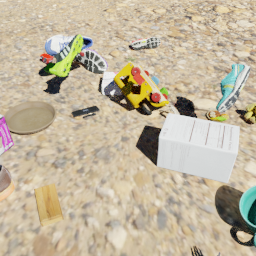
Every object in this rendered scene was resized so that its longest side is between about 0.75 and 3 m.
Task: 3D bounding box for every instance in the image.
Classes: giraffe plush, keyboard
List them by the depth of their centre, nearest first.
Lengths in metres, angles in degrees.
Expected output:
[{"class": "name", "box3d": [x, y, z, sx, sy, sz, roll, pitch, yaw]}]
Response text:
[{"class": "giraffe plush", "box3d": [5.165, -0.610, 10.819, 0.868, 1.071, 0.924, 18, 12, -33]}, {"class": "keyboard", "box3d": [-1.665, -0.613, 11.281, 1.102, 0.114, 0.700, -17, 36, -19]}]

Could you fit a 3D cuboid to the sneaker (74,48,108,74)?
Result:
[{"class": "sneaker", "box3d": [-1.798, -3.640, 14.328, 1.072, 1.036, 2.569, -19, 44, -37]}]

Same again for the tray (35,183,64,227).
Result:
[{"class": "tray", "box3d": [-2.228, 2.121, 7.861, 0.590, 0.221, 1.195, -15, 42, -17]}]

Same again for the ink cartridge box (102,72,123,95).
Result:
[{"class": "ink cartridge box", "box3d": [-0.688, -2.036, 12.697, 0.891, 0.503, 1.216, 1, 39, 1]}]

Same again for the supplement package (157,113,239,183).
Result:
[{"class": "supplement package", "box3d": [2.180, 0.596, 8.834, 2.262, 1.322, 1.327, 12, 41, 15]}]

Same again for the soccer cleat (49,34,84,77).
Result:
[{"class": "soccer cleat", "box3d": [-2.381, -2.872, 10.867, 0.819, 0.683, 2.022, 13, 66, 19]}]

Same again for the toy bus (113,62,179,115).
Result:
[{"class": "toy bus", "box3d": [0.566, -1.356, 11.197, 1.334, 2.435, 2.581, -40, 34, 20]}]

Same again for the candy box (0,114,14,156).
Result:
[{"class": "candy box", "box3d": [-4.686, 0.545, 8.910, 0.589, 1.317, 1.932, 19, 44, 23]}]

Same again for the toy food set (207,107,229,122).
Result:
[{"class": "toy food set", "box3d": [3.546, -0.519, 11.054, 0.834, 0.243, 1.208, 9, 40, 11]}]

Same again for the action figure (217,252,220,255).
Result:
[{"class": "action figure", "box3d": [2.588, 3.548, 5.386, 2.352, 1.200, 1.398, 26, 35, 31]}]

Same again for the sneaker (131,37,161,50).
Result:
[{"class": "sneaker", "box3d": [1.013, -4.973, 16.185, 1.759, 0.677, 0.747, -9, 35, -11]}]

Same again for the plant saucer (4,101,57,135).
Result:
[{"class": "plant saucer", "box3d": [-3.775, -0.386, 10.858, 2.022, 0.298, 2.022, 0, 39, 0]}]

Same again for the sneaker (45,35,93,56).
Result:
[{"class": "sneaker", "box3d": [-2.457, -3.589, 11.868, 0.956, 0.816, 2.169, 10, 29, 43]}]

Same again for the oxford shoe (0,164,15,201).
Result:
[{"class": "oxford shoe", "box3d": [-4.445, 1.913, 7.492, 0.971, 0.993, 2.724, 28, 47, 30]}]

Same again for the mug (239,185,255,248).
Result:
[{"class": "mug", "box3d": [3.458, 2.243, 7.082, 1.475, 0.912, 1.212, -40, 38, -2]}]

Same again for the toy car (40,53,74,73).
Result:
[{"class": "toy car", "box3d": [-3.787, -3.230, 14.236, 1.871, 0.417, 1.761, 5, 40, 7]}]

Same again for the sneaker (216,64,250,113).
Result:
[{"class": "sneaker", "box3d": [3.316, -1.298, 9.140, 0.706, 0.687, 1.773, 27, 83, 31]}]
